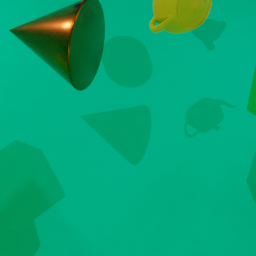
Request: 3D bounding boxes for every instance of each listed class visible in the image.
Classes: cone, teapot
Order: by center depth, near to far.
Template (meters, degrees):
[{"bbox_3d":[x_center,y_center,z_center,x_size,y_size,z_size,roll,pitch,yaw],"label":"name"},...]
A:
[{"bbox_3d":[1.017,-2.139,4.756,1.653,1.028,0.809,-38,41,-7],"label":"teapot"},{"bbox_3d":[-1.445,-1.630,5.074,1.607,1.601,1.601,14,75,10],"label":"cone"}]

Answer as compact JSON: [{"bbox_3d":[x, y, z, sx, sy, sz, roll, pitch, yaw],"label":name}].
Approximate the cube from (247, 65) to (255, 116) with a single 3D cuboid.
[{"bbox_3d":[2.533,-0.631,3.847,1.198,1.198,1.198,5,107,2],"label":"cube"}]
